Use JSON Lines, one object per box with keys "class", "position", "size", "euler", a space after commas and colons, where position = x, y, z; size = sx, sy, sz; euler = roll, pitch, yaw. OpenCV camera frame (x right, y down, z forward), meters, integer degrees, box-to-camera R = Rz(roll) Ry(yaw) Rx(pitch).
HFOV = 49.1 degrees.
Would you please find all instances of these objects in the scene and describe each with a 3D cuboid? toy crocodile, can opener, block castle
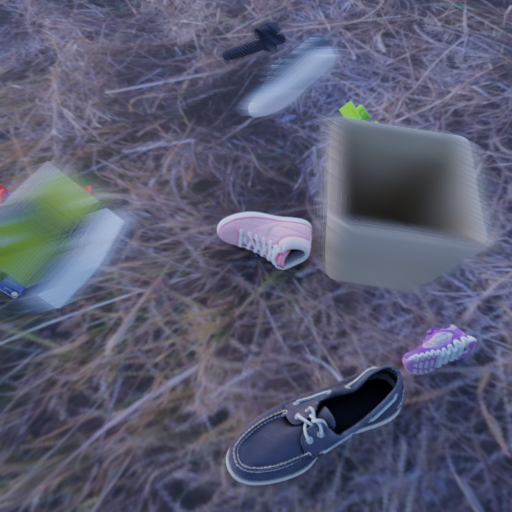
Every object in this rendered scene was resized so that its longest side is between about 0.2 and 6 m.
{"class": "toy crocodile", "position": [2.594, -3.027, 13.511], "size": [0.693, 0.634, 2.052], "euler": [-39, 48, 15]}
{"class": "can opener", "position": [-0.043, -3.589, 9.583], "size": [1.176, 0.463, 0.373], "euler": [-10, 8, 34]}
{"class": "block castle", "position": [-5.091, -0.538, 11.372], "size": [1.256, 0.882, 1.880], "euler": [38, 61, 26]}

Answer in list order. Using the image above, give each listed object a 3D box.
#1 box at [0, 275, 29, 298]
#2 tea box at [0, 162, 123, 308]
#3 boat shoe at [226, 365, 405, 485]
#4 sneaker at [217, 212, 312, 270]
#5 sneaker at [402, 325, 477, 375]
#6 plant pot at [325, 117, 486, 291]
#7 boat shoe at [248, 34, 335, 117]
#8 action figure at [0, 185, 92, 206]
{"class": "box", "position": [-4.602, 0.441, 11.069], "size": [0.552, 0.148, 0.911], "euler": [26, 55, 19]}
{"class": "tea box", "position": [-2.390, -0.273, 6.576], "size": [1.200, 0.815, 1.220], "euler": [42, 22, -18]}
{"class": "boat shoe", "position": [0.965, 2.551, 8.879], "size": [3.150, 0.988, 1.144], "euler": [-20, 55, -15]}
{"class": "sneaker", "position": [0.179, -0.278, 11.249], "size": [1.953, 0.735, 1.021], "euler": [3, 47, -3]}
{"class": "sneaker", "position": [3.155, 1.614, 9.942], "size": [1.427, 0.574, 0.631], "euler": [-16, 47, -17]}
{"class": "plant pot", "position": [2.062, -0.630, 8.996], "size": [2.182, 1.932, 2.180], "euler": [9, 54, -3]}
{"class": "boat shoe", "position": [0.451, -2.748, 8.552], "size": [0.566, 1.579, 0.535], "euler": [-2, 64, -53]}
{"class": "action figure", "position": [-4.519, -0.942, 11.414], "size": [2.294, 0.748, 1.135], "euler": [-1, 43, -20]}
